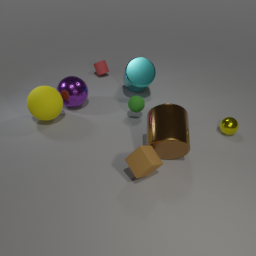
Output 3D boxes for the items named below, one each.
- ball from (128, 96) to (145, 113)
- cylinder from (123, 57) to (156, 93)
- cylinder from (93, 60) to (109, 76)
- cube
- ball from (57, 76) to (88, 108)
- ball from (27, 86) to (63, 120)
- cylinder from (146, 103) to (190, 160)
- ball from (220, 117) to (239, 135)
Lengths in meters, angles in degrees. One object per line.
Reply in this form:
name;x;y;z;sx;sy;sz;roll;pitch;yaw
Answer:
ball;0.349;-0.992;11.589;0.700;0.700;0.700;0;32;0
cylinder;0.516;-2.507;13.442;1.400;1.400;1.400;-4;-4;-6
cylinder;-1.501;-3.388;15.777;0.700;0.700;0.700;-19;12;4
cube;0.480;1.003;8.400;0.700;0.700;0.700;6;46;-57
ball;-2.473;-1.614;12.504;1.400;1.400;1.400;0;32;0
ball;-3.351;-1.004;11.342;1.400;1.400;1.400;0;32;0
cylinder;1.326;0.136;9.334;1.400;1.400;1.400;2;58;3
ball;3.880;-0.079;10.744;0.700;0.700;0.700;0;32;0
